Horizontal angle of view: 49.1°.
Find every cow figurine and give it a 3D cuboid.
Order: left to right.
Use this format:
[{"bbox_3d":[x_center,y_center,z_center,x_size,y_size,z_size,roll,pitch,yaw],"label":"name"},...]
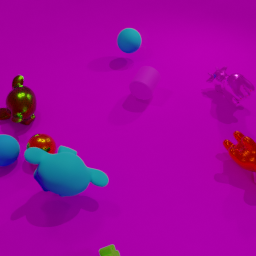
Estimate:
[{"bbox_3d":[3.404,-1.527,9.469,0.912,1.661,1.635,-38,76,5],"label":"cow figurine"},{"bbox_3d":[3.310,0.900,7.336,1.564,0.872,1.589,46,13,-5],"label":"cow figurine"}]

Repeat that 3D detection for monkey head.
[{"bbox_3d":[-3.521,-0.711,8.764,1.315,1.102,1.828,-9,59,-6],"label":"monkey head"},{"bbox_3d":[-1.481,0.911,6.674,1.986,1.197,1.429,23,51,-18],"label":"monkey head"}]

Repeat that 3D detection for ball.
[{"bbox_3d":[-3.396,0.609,7.611,0.861,0.861,0.861,0,44,0],"label":"ball"},{"bbox_3d":[-2.369,0.539,7.670,0.789,0.789,0.789,0,44,0],"label":"ball"},{"bbox_3d":[0.048,-3.496,11.263,0.977,0.977,0.977,0,44,0],"label":"ball"}]

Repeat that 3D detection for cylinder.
[{"bbox_3d":[0.581,-1.535,9.593,0.846,0.846,0.846,19,56,18],"label":"cylinder"}]

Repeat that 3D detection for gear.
[{"bbox_3d":[-0.213,2.726,5.018,0.216,1.169,1.169,-21,46,2],"label":"gear"}]
